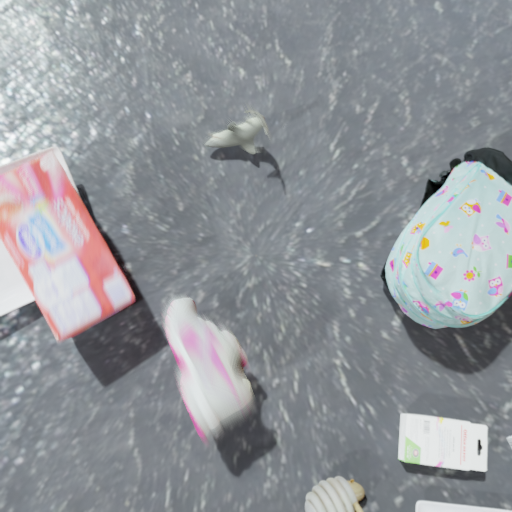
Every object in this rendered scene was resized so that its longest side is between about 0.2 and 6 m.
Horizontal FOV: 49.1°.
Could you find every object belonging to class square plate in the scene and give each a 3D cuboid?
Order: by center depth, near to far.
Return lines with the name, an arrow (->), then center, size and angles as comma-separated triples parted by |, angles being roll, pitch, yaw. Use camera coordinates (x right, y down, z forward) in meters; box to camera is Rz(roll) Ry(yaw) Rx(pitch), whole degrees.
square plate -> -4.315, -0.399, 10.197 | 2.547, 0.362, 2.523 | -24, 92, -16

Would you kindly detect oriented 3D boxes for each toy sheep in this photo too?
toy sheep -> 1.221, 4.055, 9.087 | 1.227, 0.846, 0.846 | -19, 74, -21

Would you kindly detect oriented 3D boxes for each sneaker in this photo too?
sneaker -> -0.751, 1.650, 9.146 | 1.115, 1.028, 2.527 | -18, 48, -7

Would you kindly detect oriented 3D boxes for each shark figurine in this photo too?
shark figurine -> -0.122, -2.300, 10.711 | 0.974, 1.629, 0.680 | -23, 96, -40

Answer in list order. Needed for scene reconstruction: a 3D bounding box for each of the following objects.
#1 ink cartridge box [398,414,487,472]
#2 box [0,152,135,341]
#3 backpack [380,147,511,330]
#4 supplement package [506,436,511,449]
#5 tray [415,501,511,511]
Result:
ink cartridge box -> 3.161, 3.168, 9.512 | 1.369, 0.461, 0.802 | 8, 74, 2
box -> -3.346, -0.103, 9.559 | 1.437, 1.325, 2.800 | -30, 90, -14
backpack -> 3.640, -0.182, 9.717 | 2.566, 1.947, 3.075 | 44, 80, 9
supplement package -> 4.900, 3.517, 9.281 | 0.737, 0.710, 1.296 | -21, 75, -6
tray -> 3.819, 4.834, 9.131 | 2.523, 0.280, 1.355 | 6, 73, 2
